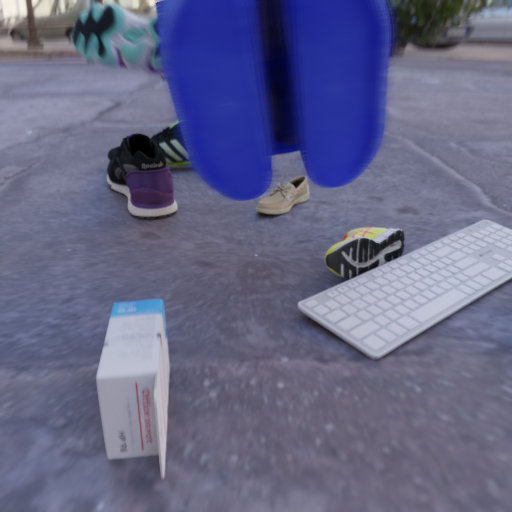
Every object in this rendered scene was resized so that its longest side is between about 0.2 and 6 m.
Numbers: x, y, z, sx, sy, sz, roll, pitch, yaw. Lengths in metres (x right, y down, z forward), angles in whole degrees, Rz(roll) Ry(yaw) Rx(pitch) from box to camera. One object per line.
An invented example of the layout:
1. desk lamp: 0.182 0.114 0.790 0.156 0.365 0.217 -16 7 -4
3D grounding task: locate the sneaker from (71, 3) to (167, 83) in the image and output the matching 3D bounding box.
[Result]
1. sneaker: -1.828 -3.606 10.336 2.905 1.129 2.032 21 1 27

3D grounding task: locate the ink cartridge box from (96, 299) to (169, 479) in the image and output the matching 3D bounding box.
1. ink cartridge box: -1.196 1.273 5.582 0.567 0.985 1.701 -3 25 -6

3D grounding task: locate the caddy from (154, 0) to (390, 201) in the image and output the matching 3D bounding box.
1. caddy: 0.232 -2.811 7.892 3.023 4.276 2.244 -7 51 3

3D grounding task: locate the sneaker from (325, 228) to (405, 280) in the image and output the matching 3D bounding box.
1. sneaker: 1.620 -0.077 9.055 1.796 0.702 0.811 -13 21 -43

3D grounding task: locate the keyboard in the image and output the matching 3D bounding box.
1. keyboard: 2.867 0.297 8.619 4.978 0.265 1.401 -20 31 -36

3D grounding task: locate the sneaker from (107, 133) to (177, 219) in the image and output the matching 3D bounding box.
1. sneaker: -2.508 -2.040 12.286 1.274 1.473 3.364 -11 27 -23

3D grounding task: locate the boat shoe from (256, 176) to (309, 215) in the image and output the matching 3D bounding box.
1. boat shoe: 0.567 -1.286 11.757 0.605 0.545 1.677 18 30 34

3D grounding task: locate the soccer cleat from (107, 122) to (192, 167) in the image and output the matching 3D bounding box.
1. soccer cleat: -2.265 -2.819 14.295 3.050 1.236 1.030 -1 24 -2
